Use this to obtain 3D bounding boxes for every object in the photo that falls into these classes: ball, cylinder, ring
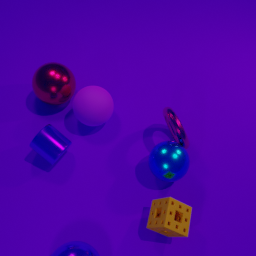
[{"bbox_3d":[-2.316,-1.384,8.816,1.347,1.347,1.347,0,58,0],"label":"ball"},{"bbox_3d":[1.100,0.897,7.541,1.108,1.108,1.108,0,58,0],"label":"ball"},{"bbox_3d":[-2.148,0.461,7.827,0.839,0.839,0.839,41,64,-3],"label":"cylinder"},{"bbox_3d":[-1.159,3.117,6.062,1.254,1.254,1.254,0,58,0],"label":"ball"},{"bbox_3d":[-1.043,-0.658,8.432,1.221,1.221,1.221,0,58,0],"label":"ball"},{"bbox_3d":[1.361,0.003,7.986,0.267,1.337,1.337,-26,60,2],"label":"ring"}]

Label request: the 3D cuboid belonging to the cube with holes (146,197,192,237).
[{"bbox_3d":[1.000,2.172,6.788,0.706,0.706,0.706,29,58,-21],"label":"cube with holes"}]
